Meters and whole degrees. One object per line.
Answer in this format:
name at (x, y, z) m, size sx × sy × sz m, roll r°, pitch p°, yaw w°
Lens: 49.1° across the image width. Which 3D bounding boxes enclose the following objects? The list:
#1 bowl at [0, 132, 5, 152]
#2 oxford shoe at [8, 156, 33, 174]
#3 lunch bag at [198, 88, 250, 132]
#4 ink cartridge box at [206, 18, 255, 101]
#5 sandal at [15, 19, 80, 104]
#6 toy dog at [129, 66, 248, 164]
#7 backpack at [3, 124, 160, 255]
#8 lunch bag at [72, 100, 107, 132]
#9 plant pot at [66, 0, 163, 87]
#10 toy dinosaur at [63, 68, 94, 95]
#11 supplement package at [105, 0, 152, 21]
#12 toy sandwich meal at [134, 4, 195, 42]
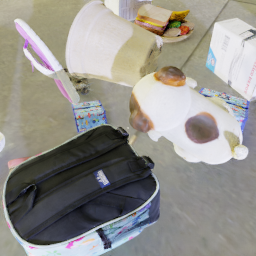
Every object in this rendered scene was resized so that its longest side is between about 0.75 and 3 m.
bowl at (-4.397, 0.604, 7.848) m, size 1.575 × 0.589 × 1.577 m, roll 22°, pitch 50°, yaw 20°
oxford shoe at (-2.001, 1.139, 7.387) m, size 2.131 × 0.751 × 0.797 m, roll -7°, pitch 72°, yaw -9°
lunch bag at (2.934, -0.579, 8.945) m, size 1.632 × 1.020 × 2.168 m, roll 17°, pitch 35°, yaw 18°
ink cartridge box at (4.129, -2.484, 10.028) m, size 1.081 × 1.856 × 2.567 m, roll -19°, pitch 48°, yaw -17°
sandal at (-2.491, -1.821, 8.377) m, size 0.728 × 2.961 × 1.205 m, roll -40°, pitch 24°, yaw -13°
toy dog at (1.173, -0.207, 6.497) m, size 2.755 × 1.922 × 2.671 m, roll 30°, pitch 19°, yaw -31°
backpack at (-1.009, 1.471, 5.880) m, size 2.790 × 2.100 × 2.477 m, roll -21°, pitch 47°, yaw -22°
lunch bag at (-1.280, -0.506, 9.078) m, size 0.964 × 0.602 × 1.280 m, roll -12°, pitch 34°, yaw -10°
plant pot at (-0.247, -2.153, 7.982) m, size 2.093 × 2.287 × 2.287 m, roll 24°, pitch 50°, yaw 14°
toy dinosaur at (-1.864, -1.779, 10.281) m, size 1.032 × 0.776 × 2.017 m, roll 4°, pitch 36°, yaw -16°
supplement package at (0.002, -6.564, 14.386) m, size 1.984 × 1.495 × 1.506 m, roll -24°, pitch 50°, yaw -22°
toy sandwich meal at (1.752, -5.063, 13.242) m, size 2.863 × 0.980 × 2.863 m, roll 0°, pitch 45°, yaw 0°
